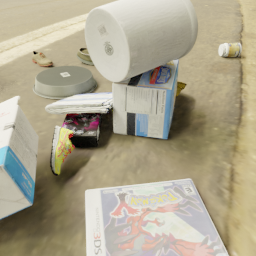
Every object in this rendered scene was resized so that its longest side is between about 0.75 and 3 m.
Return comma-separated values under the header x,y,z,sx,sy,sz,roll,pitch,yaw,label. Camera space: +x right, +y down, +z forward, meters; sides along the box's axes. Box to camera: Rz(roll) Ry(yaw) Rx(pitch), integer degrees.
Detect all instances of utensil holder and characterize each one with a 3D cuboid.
x,y,z,sx,sy,sz,roll,pitch,yaw,label
0.325,-2.405,7.301,2.304,1.958,1.958,-30,43,-30,utensil holder

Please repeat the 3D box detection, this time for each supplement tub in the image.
x,y,z,sx,sy,sz,roll,pitch,yaw,label
5.015,-3.838,13.779,0.931,0.672,0.672,-3,32,-6,supplement tub

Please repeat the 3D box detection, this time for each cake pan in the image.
x,y,z,sx,sy,sz,roll,pitch,yaw,label
-2.434,-1.844,10.834,2.464,0.452,2.464,0,32,0,cake pan

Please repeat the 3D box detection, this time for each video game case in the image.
x,y,z,sx,sy,sz,roll,pitch,yaw,label
0.398,1.840,5.183,2.335,0.268,2.128,-5,33,-7,video game case

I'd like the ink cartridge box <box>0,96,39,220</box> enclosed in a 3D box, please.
x,y,z,sx,sy,sz,roll,pitch,yaw,label
-2.826,0.584,5.689,1.720,0.991,2.970,-24,31,-1,ink cartridge box

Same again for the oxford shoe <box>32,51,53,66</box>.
x,y,z,sx,sy,sz,roll,pitch,yaw,label
-3.983,-3.193,12.886,1.412,0.528,0.497,22,39,31,oxford shoe

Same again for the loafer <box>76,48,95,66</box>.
x,y,z,sx,sy,sz,roll,pitch,yaw,label
-1.041,-3.431,12.810,2.883,1.004,1.084,12,34,18,loafer

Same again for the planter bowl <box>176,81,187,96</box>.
x,y,z,sx,sy,sz,roll,pitch,yaw,label
1.482,-1.365,9.888,1.131,0.471,1.131,8,1,0,planter bowl

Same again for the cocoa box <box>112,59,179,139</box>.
x,y,z,sx,sy,sz,roll,pitch,yaw,label
0.611,-1.017,8.418,1.590,1.616,2.423,7,33,11,cocoa box

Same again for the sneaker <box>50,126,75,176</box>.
x,y,z,sx,sy,sz,roll,pitch,yaw,label
-1.557,0.534,6.718,0.559,0.484,1.239,9,65,-16,sneaker

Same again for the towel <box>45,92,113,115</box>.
x,y,z,sx,sy,sz,roll,pitch,yaw,label
-1.157,-0.800,8.639,1.878,0.304,2.557,-1,14,11,towel

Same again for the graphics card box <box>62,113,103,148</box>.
x,y,z,sx,sy,sz,roll,pitch,yaw,label
-1.317,-0.065,8.050,1.042,0.422,1.660,0,33,1,graphics card box
